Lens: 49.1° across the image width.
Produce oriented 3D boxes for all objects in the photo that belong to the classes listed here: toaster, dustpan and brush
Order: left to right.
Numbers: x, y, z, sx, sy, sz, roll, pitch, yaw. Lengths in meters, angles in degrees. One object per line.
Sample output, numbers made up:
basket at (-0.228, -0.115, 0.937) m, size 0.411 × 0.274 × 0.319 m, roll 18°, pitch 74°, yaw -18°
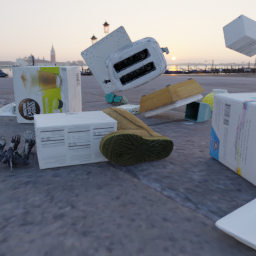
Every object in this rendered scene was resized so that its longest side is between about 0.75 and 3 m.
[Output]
dustpan and brush at (-5.813, -1.248, 15.451) m, size 1.776 × 0.728 × 2.545 m, roll 2°, pitch 14°, yaw 8°
toaster at (0.143, -1.808, 8.102) m, size 2.140 × 1.216 × 1.382 m, roll -24°, pitch 15°, yaw 5°

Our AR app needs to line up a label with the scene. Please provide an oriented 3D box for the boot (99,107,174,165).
boot at (-0.293, 0.098, 8.658) m, size 2.449 × 0.925 × 2.797 m, roll 9°, pitch 18°, yaw -35°

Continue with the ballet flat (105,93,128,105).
ballet flat at (-0.747, -1.816, 18.280) m, size 0.691 × 0.731 × 2.170 m, roll 24°, pitch -1°, yaw -35°

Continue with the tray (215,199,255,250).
tray at (2.708, 1.593, 4.794) m, size 2.401 × 0.266 × 1.289 m, roll -10°, pitch 18°, yaw -37°

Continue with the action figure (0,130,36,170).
action figure at (-3.152, 0.518, 7.807) m, size 1.122 × 0.963 × 1.888 m, roll 2°, pitch 10°, yaw -9°

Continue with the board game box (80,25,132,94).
board game box at (-0.727, -3.456, 14.328) m, size 2.539 × 2.539 × 0.328 m, roll -33°, pitch 28°, yaw 0°

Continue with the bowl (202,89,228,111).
bowl at (5.381, -1.697, 16.517) m, size 2.070 × 1.114 × 2.070 m, roll 1°, pitch 13°, yaw 0°

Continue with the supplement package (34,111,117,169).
supplement package at (-1.588, 0.262, 8.253) m, size 2.142 × 1.188 × 1.668 m, roll -4°, pitch 15°, yaw -20°

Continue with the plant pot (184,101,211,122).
plant pot at (3.405, -0.802, 13.330) m, size 0.968 × 0.947 × 0.950 m, roll 0°, pitch 12°, yaw -30°

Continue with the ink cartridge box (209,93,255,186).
ink cartridge box at (3.577, 0.187, 7.127) m, size 1.871 × 1.880 × 2.563 m, roll -3°, pitch 15°, yaw -12°

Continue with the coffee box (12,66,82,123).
coffee box at (-3.731, -1.682, 13.403) m, size 2.500 × 2.524 × 2.528 m, roll 1°, pitch 14°, yaw 3°

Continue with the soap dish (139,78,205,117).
soap dish at (2.015, -1.473, 13.650) m, size 2.123 × 1.096 × 2.699 m, roll -20°, pitch 3°, yaw -33°

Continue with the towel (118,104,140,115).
towel at (0.057, -1.015, 15.359) m, size 1.272 × 0.358 × 1.487 m, roll 6°, pitch 15°, yaw 34°

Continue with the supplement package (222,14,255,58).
supplement package at (3.284, -2.530, 7.778) m, size 1.128 × 0.684 × 0.676 m, roll 9°, pitch -19°, yaw -31°
